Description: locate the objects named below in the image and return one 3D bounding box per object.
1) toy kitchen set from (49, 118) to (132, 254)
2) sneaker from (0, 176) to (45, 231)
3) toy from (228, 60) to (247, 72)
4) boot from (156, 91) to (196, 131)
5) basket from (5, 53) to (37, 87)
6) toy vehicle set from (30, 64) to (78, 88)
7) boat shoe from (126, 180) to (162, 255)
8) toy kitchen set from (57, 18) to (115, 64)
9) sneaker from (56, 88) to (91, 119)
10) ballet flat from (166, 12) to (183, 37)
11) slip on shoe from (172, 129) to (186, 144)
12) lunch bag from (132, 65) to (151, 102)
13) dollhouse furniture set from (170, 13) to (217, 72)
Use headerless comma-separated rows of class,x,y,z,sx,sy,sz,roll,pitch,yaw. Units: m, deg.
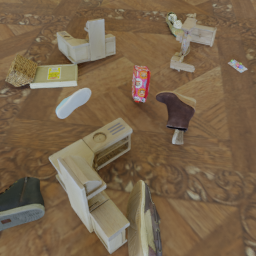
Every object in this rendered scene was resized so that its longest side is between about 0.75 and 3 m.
toy kitchen set,-0.397,1.075,7.507,2.595,2.346,2.876,-30,56,-24
sneaker,-3.471,2.104,7.749,2.199,0.822,1.168,-7,43,-16
toy,4.824,-2.763,12.264,0.440,0.180,0.764,-28,55,-21
boot,1.336,-0.535,8.558,1.362,0.493,1.133,14,63,23
basket,-4.394,-2.249,11.534,0.924,0.885,1.240,24,40,-31
toy vehicle set,-3.065,-2.182,11.710,1.884,0.250,1.170,-4,49,-3
boat shoe,0.462,2.454,7.379,0.783,0.869,2.417,23,32,-16
toy kitchen set,-1.875,-4.156,12.426,2.061,1.681,1.859,-21,44,-26
sneaker,-1.707,-0.842,8.506,1.252,0.463,0.513,-38,41,-9
ballet flat,2.401,-5.244,14.108,0.678,0.678,1.917,-11,50,-10
slip on shoe,1.845,0.025,9.651,0.381,0.478,1.257,12,53,17
lunch bag,0.418,-1.525,10.039,0.593,1.276,1.448,6,22,-4
dollhouse furniture set,2.945,-3.802,12.337,1.244,1.456,2.810,19,52,18
